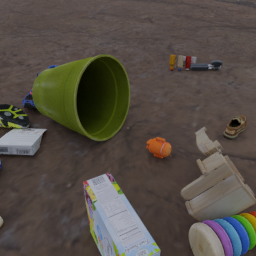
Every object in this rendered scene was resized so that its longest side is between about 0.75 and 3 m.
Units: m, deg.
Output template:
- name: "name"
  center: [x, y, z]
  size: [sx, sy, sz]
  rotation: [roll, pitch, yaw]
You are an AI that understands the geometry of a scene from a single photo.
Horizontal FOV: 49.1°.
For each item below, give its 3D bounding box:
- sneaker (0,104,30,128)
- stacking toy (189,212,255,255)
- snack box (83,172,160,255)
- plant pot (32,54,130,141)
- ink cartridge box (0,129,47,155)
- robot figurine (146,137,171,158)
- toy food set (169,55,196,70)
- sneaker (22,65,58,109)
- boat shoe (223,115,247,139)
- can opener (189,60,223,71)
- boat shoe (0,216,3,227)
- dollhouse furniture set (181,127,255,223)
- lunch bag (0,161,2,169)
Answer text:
- name: "sneaker"
  center: [-4.357, -0.354, 9.437]
  size: [2.074, 0.792, 0.782]
  rotation: [17, 32, -7]
- name: "stacking toy"
  center: [2.388, 2.125, 5.815]
  size: [2.173, 0.928, 0.928]
  rotation: [-12, 37, -22]
- name: "snack box"
  center: [-0.176, 2.059, 5.208]
  size: [0.646, 1.609, 1.907]
  rotation: [-19, 39, -22]
- name: "plant pot"
  center: [-1.680, -1.053, 9.167]
  size: [2.510, 2.607, 2.607]
  rotation: [9, 35, 34]
- name: "ink cartridge box"
  center: [-3.312, 0.398, 8.794]
  size: [1.174, 0.347, 1.467]
  rotation: [1, 18, 2]
- name: "robot figurine"
  center: [0.921, 0.575, 8.133]
  size: [0.770, 0.554, 0.449]
  rotation: [20, -4, 28]
- name: "toy food set"
  center: [2.722, -3.120, 13.550]
  size: [1.558, 0.701, 0.744]
  rotation: [-7, 18, -41]
- name: "sneaker"
  center: [-3.319, -1.612, 10.859]
  size: [1.023, 1.065, 2.716]
  rotation: [4, 35, 8]
- name: "boat shoe"
  center: [3.608, -0.124, 9.253]
  size: [0.505, 0.493, 1.334]
  rotation: [23, 41, 29]
- name: "can opener"
  center: [3.700, -2.985, 13.343]
  size: [1.516, 0.504, 0.399]
  rotation: [-3, 36, 4]
- name: "boat shoe"
  center: [-3.480, 1.862, 6.455]
  size: [1.415, 0.490, 0.522]
  rotation: [16, 38, 21]
- name: "dollhouse furniture set"
  center: [1.767, 0.912, 6.874]
  size: [1.269, 2.217, 2.600]
  rotation: [-37, 32, 15]
- name: "lunch bag"
  center: [-4.236, 1.121, 7.408]
  size: [1.448, 0.597, 1.164]
  rotation: [-2, 34, -3]
